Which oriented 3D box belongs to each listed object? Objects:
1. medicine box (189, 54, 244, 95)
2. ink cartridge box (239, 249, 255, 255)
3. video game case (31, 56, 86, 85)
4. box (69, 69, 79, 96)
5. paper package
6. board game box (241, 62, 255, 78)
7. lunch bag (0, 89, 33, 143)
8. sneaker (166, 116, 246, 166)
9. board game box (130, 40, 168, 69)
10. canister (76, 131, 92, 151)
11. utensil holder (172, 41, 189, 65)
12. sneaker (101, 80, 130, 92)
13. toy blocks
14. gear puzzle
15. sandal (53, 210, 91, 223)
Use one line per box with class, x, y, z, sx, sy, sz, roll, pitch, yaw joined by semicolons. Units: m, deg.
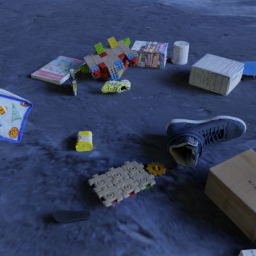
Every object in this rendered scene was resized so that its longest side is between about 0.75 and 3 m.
medicine box;4.294;-2.645;13.626;1.982;1.020;1.805;26;45;28
ink cartridge box;3.133;3.221;6.690;0.752;0.316;0.547;-3;38;-4
video game case;-3.617;-3.128;14.907;1.801;0.220;2.520;16;40;19
box;-2.534;-2.133;13.105;0.241;0.871;1.087;-8;39;-12
paper package;3.519;1.792;7.948;1.893;1.027;1.986;-19;41;-23
board game box;6.434;-2.954;14.600;1.512;0.373;1.914;-5;33;1
lunch bag;-5.188;-0.658;9.249;2.507;1.826;2.949;16;-2;45
sneaker;2.680;0.446;9.484;2.791;1.061;2.016;-4;26;10
board game box;1.175;-4.088;15.554;1.908;0.924;1.521;8;39;10
canister;-1.590;0.463;10.217;0.576;0.336;0.776;-3;37;-4
utensil holder;2.918;-4.195;15.610;0.886;1.043;0.886;0;37;0
sneaker;-0.569;-1.879;12.859;1.385;0.522;0.529;-12;39;3
toy blocks;-0.828;-3.240;14.088;2.955;1.477;2.020;-26;48;-6
gear puzzle;0.085;1.621;8.799;2.518;0.330;1.304;-19;40;-27
sandal;-1.552;2.485;7.743;1.041;0.249;0.391;4;36;-15
